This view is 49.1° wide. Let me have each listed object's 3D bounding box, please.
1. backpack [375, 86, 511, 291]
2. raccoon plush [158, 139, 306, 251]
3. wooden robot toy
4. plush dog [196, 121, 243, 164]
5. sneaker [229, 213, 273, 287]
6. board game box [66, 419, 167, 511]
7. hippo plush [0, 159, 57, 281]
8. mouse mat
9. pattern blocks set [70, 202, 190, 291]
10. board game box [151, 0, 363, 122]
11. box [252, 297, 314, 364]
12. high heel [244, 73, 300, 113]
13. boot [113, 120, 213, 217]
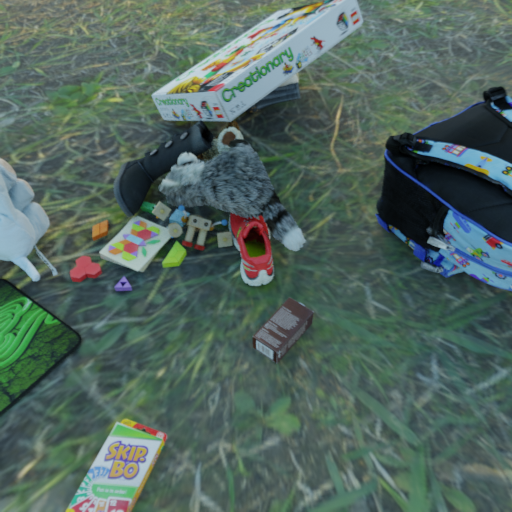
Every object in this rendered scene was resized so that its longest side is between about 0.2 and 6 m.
[{"bbox_3d":[4.758,-0.954,10.749,3.621,2.669,3.967,-28,53,-24],"label":"backpack"},{"bbox_3d":[-0.623,-1.038,11.243,2.008,1.450,2.997,-30,58,-7],"label":"raccoon plush"},{"bbox_3d":[-1.378,-0.604,11.895,1.786,0.787,0.810,18,4,-16],"label":"wooden robot toy"},{"bbox_3d":[-0.772,-2.265,12.995,1.734,1.391,1.489,-36,40,22],"label":"plush dog"},{"bbox_3d":[-0.041,-0.436,11.456,0.854,0.941,2.217,-10,48,-9],"label":"sneaker"},{"bbox_3d":[-2.101,3.338,8.526,0.841,0.264,1.760,16,47,13],"label":"board game box"},{"bbox_3d":[-5.497,-0.406,11.153,2.188,2.168,2.722,-25,93,1],"label":"hippo plush"},{"bbox_3d":[-5.092,1.914,9.904,2.610,0.122,3.244,29,53,24],"label":"mouse mat"},{"bbox_3d":[-2.529,-0.264,11.809,2.185,0.201,2.486,11,48,10],"label":"pattern blocks set"},{"bbox_3d":[0.021,-5.066,14.469,4.926,0.852,3.109,-42,33,-23],"label":"board game box"},{"bbox_3d":[0.493,1.344,10.205,0.572,0.428,1.143,31,56,25],"label":"box"},{"bbox_3d":[0.230,-4.926,15.694,1.902,0.953,2.669,-10,40,10],"label":"high heel"},{"bbox_3d":[-1.984,-1.952,12.342,2.234,0.733,1.842,-23,42,13],"label":"boot"}]
